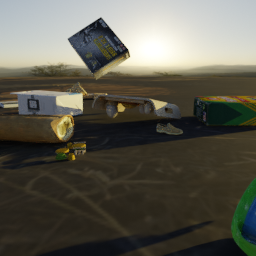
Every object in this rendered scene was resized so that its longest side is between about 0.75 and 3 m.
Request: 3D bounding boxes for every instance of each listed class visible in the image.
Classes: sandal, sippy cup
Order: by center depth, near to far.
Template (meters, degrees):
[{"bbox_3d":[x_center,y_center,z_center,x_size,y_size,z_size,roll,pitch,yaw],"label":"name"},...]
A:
[{"bbox_3d":[1.515,0.918,2.699,0.718,0.980,0.770,27,-16,43],"label":"sippy cup"},{"bbox_3d":[-2.530,-2.024,15.168,2.799,0.921,1.026,-4,13,-15],"label":"sandal"}]

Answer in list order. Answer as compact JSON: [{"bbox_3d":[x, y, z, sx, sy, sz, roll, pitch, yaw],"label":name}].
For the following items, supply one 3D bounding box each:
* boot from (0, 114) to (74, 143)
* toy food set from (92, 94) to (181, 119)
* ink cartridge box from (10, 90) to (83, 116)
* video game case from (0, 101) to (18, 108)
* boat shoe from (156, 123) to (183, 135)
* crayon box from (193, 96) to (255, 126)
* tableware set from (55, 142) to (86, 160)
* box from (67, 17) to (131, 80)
[{"bbox_3d":[-2.782,0.012,6.329,2.586,0.855,2.265,3,14,6],"label":"boot"},{"bbox_3d":[0.316,-0.623,9.727,2.603,0.786,1.868,10,4,34],"label":"toy food set"},{"bbox_3d":[-3.057,-0.910,10.451,2.415,0.805,1.399,7,15,30],"label":"ink cartridge box"},{"bbox_3d":[-5.131,-1.097,12.828,1.314,0.153,1.194,-7,14,-33],"label":"video game case"},{"bbox_3d":[1.108,0.010,7.549,0.759,0.289,0.272,7,15,30],"label":"boat shoe"},{"bbox_3d":[3.842,-0.611,9.303,2.935,0.745,1.863,0,13,0],"label":"crayon box"},{"bbox_3d":[-1.187,0.487,5.839,0.616,0.140,0.914,-4,14,-6],"label":"tableware set"},{"bbox_3d":[-1.121,-3.070,10.692,1.621,2.046,0.495,-33,-23,-4],"label":"box"}]
